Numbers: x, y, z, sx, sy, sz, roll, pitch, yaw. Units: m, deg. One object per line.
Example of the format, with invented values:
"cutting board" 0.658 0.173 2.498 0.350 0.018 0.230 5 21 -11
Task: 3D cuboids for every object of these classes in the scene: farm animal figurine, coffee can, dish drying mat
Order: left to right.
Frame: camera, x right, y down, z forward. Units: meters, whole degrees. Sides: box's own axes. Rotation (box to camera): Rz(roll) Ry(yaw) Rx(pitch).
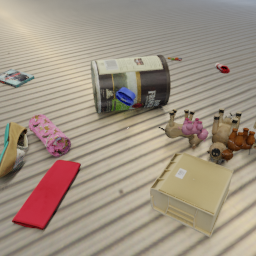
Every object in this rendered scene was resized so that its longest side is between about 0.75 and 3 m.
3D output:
"dish drying mat" -2.332 1.887 8.411 0.968 0.229 2.520 9 38 13
"coffee can" 0.034 -1.868 11.862 2.988 2.187 2.187 -7 36 -9
"farm animal figurine" 2.984 0.301 9.667 2.927 1.543 2.959 -18 31 -42

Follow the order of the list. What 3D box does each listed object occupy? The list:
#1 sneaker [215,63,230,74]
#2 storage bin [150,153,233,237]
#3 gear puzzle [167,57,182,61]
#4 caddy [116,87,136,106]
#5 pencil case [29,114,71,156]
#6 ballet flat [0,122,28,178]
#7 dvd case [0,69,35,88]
"sneaker" 3.794 -2.262 10.948 0.809 0.317 0.467 11 21 -30
"storage bin" 1.829 1.760 8.037 1.847 0.872 1.861 19 41 26
"gear puzzle" 2.821 -4.205 16.909 0.894 0.117 0.463 11 37 14
"caddy" -0.085 -1.145 10.397 0.755 0.534 0.396 32 54 2
"pencil case" -2.893 0.224 10.206 0.823 0.860 1.989 -46 49 -9
"ballet flat" -3.876 0.695 9.568 0.847 0.922 2.686 18 31 -25
"dvd case" -5.990 -2.628 14.670 1.746 0.192 1.274 18 40 25
